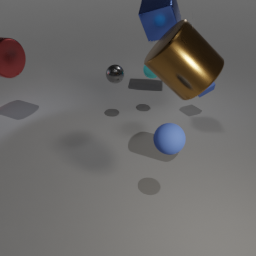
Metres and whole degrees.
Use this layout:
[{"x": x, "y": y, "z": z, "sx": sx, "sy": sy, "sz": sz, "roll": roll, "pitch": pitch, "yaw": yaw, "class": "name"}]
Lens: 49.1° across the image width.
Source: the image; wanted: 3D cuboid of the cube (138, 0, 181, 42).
[{"x": 1.389, "y": -4.760, "z": 11.878, "sx": 1.400, "sy": 1.400, "sz": 1.400, "roll": -8, "pitch": 49, "yaw": 22, "class": "cube"}]

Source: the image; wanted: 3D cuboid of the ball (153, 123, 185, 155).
[{"x": 0.911, "y": 0.239, "z": 6.179, "sx": 0.700, "sy": 0.700, "sz": 0.700, "roll": 0, "pitch": 31, "yaw": 0, "class": "ball"}]

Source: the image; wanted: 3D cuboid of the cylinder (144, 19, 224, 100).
[{"x": 1.356, "y": -1.640, "z": 6.871, "sx": 1.400, "sy": 1.400, "sz": 1.400, "roll": 40, "pitch": 28, "yaw": -15, "class": "cylinder"}]

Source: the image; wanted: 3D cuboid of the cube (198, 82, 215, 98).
[{"x": 3.030, "y": -1.768, "z": 11.348, "sx": 0.700, "sy": 0.700, "sz": 0.700, "roll": -30, "pitch": -13, "yaw": 7, "class": "cube"}]

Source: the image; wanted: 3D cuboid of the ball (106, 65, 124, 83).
[{"x": -0.489, "y": -2.036, "z": 10.575, "sx": 0.700, "sy": 0.700, "sz": 0.700, "roll": 0, "pitch": 31, "yaw": 0, "class": "ball"}]

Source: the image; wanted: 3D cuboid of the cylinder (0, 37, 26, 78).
[{"x": -4.762, "y": -2.603, "z": 10.243, "sx": 1.400, "sy": 1.400, "sz": 1.400, "roll": 13, "pitch": 33, "yaw": 26, "class": "cylinder"}]

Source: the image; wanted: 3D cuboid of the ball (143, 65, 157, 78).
[{"x": 0.947, "y": -2.299, "z": 10.989, "sx": 0.700, "sy": 0.700, "sz": 0.700, "roll": 0, "pitch": 31, "yaw": 0, "class": "ball"}]
